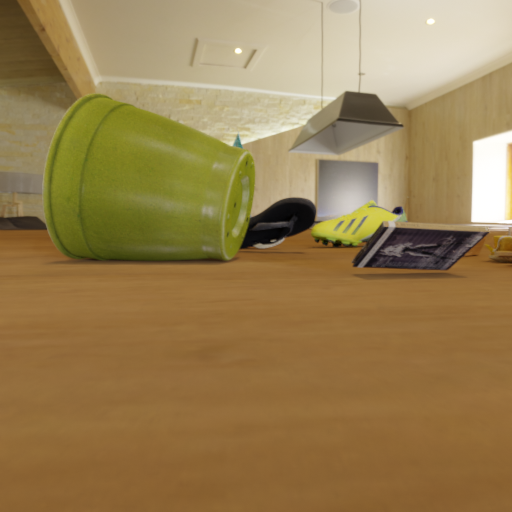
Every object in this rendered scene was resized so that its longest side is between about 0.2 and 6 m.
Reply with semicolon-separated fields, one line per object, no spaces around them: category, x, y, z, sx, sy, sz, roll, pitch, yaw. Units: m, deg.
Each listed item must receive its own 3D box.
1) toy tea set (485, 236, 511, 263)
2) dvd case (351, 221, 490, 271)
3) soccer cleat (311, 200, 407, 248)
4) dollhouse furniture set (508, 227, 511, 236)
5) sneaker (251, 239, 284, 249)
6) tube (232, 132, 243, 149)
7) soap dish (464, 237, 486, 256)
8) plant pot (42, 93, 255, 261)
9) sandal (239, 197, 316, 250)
toy tea set;4.687;-0.390;8.241;1.829;1.139;3.076;0;4;4
dvd case;1.984;-0.104;6.886;1.360;0.109;1.011;2;-28;-13
soccer cleat;2.700;-0.848;14.719;2.959;1.238;0.957;-2;4;-26
dollhouse furniture set;6.514;-0.514;12.602;1.632;0.841;1.614;3;5;39
sneaker;-0.168;-0.582;13.982;2.021;0.776;1.124;-7;9;18
tube;-0.626;-1.879;13.396;0.531;2.106;0.816;2;44;-23
soap dish;3.773;-0.246;11.022;1.260;0.512;0.992;-4;5;-44
plant pot;-1.560;-1.074;9.540;2.783;2.890;2.890;12;6;11
sandal;0.226;-0.533;11.997;2.428;0.520;0.923;-20;-48;28
